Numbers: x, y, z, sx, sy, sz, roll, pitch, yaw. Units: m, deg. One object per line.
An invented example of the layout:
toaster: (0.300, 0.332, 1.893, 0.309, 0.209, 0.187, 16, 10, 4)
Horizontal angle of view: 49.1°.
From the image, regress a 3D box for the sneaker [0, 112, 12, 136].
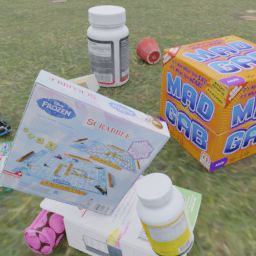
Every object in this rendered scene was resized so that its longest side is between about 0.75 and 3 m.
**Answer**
sneaker: (-4.280, -0.192, 9.141, 0.499, 0.583, 1.406, -30, 45, -32)

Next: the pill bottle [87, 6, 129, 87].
pill bottle: (-0.789, -3.311, 11.451, 1.663, 2.920, 1.663, 0, 36, 0)

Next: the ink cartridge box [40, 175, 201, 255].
ink cartridge box: (-0.136, 1.849, 5.952, 2.949, 0.993, 1.727, 15, 38, 19)

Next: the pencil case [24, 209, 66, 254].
pencil case: (-1.556, 1.849, 6.149, 0.754, 0.778, 1.662, 7, 36, 18)

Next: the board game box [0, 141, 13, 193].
board game box: (-3.736, 1.082, 7.653, 1.235, 0.267, 1.836, -8, 37, -12)

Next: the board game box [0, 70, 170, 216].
board game box: (-0.775, 0.420, 4.619, 2.127, 2.122, 0.438, 22, 31, -19)

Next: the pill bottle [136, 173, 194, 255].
pill bottle: (0.540, 1.327, 4.254, 0.719, 1.284, 0.719, -15, 30, 9)

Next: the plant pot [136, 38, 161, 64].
plant pot: (1.073, -3.714, 13.728, 1.096, 1.096, 0.970, -14, 48, -18)

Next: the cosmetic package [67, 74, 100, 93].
cosmetic package: (-2.015, -1.421, 10.331, 1.706, 0.606, 0.897, -10, 26, 21)

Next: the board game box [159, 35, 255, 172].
board game box: (2.792, -0.869, 8.292, 2.657, 2.658, 2.659, -17, 39, -21)
